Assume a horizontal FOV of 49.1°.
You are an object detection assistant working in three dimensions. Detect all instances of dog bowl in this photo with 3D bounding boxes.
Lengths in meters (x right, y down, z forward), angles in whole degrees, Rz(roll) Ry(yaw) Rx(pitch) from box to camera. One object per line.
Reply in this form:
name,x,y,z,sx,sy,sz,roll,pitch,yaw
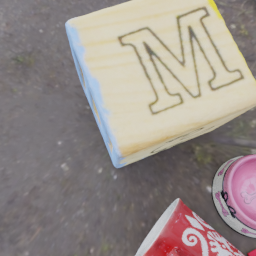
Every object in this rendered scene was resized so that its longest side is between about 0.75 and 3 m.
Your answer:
dog bowl,3.163,1.563,6.787,2.078,0.766,2.078,0,67,0

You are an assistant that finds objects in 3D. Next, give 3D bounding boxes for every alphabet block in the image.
alphabet block,0.572,-0.999,6.535,2.974,2.905,2.920,-21,81,-7

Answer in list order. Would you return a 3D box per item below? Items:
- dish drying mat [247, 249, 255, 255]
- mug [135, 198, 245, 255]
dish drying mat,3.353,2.923,6.564,1.079,0.098,0.414,-20,69,-9
mug,1.477,2.996,5.533,2.541,2.256,1.696,36,115,10
